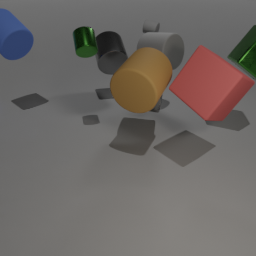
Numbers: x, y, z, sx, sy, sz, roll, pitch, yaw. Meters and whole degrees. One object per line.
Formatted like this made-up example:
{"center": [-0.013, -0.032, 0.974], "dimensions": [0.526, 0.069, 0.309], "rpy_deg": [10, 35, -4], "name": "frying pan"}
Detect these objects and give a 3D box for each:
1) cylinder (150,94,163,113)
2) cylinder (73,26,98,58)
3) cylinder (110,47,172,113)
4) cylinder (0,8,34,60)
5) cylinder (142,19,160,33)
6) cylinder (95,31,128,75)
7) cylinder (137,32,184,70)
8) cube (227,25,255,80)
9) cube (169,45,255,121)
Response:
{"center": [0.513, -1.325, 9.702], "dimensions": [1.400, 1.400, 1.400], "rpy_deg": [10, 29, 6], "name": "cylinder"}
{"center": [-1.342, -2.685, 8.792], "dimensions": [0.700, 0.700, 0.700], "rpy_deg": [-11, -15, -3], "name": "cylinder"}
{"center": [0.401, -1.366, 7.976], "dimensions": [1.400, 1.400, 1.400], "rpy_deg": [12, 43, 21], "name": "cylinder"}
{"center": [-4.620, -3.580, 10.753], "dimensions": [1.400, 1.400, 1.400], "rpy_deg": [44, 45, 16], "name": "cylinder"}
{"center": [1.210, -5.227, 14.612], "dimensions": [0.700, 0.700, 0.700], "rpy_deg": [22, 34, 15], "name": "cylinder"}
{"center": [-0.798, -3.397, 12.701], "dimensions": [1.400, 1.400, 1.400], "rpy_deg": [-7, 55, -13], "name": "cylinder"}
{"center": [1.309, -3.108, 11.286], "dimensions": [1.400, 1.400, 1.400], "rpy_deg": [-25, 31, -38], "name": "cylinder"}
{"center": [4.499, -2.456, 9.437], "dimensions": [1.400, 1.400, 1.400], "rpy_deg": [35, 20, -9], "name": "cube"}
{"center": [2.267, -1.152, 7.588], "dimensions": [1.400, 1.400, 1.400], "rpy_deg": [47, 26, 26], "name": "cube"}
